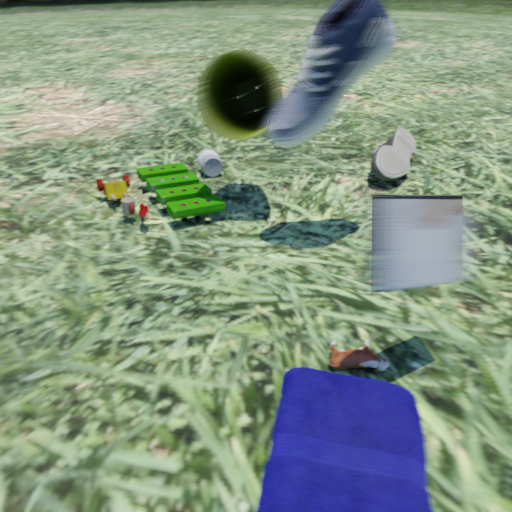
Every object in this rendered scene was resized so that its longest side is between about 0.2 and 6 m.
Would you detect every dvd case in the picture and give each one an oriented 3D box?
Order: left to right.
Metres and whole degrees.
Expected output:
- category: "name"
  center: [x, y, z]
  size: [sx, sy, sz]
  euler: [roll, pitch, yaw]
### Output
- category: "dvd case"
  center: [1.891, -0.172, 6.480]
  size: [1.494, 1.066, 0.131]
  euler: [-4, 6, -35]

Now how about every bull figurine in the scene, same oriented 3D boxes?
- category: "bull figurine"
  center: [1.359, 1.341, 7.469]
  size: [0.807, 0.263, 0.490]
  euler: [1, 28, -1]

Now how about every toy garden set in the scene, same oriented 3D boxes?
- category: "toy garden set"
  center: [-2.088, -1.209, 11.764]
  size: [2.060, 0.493, 2.471]
  euler: [-12, 33, -24]

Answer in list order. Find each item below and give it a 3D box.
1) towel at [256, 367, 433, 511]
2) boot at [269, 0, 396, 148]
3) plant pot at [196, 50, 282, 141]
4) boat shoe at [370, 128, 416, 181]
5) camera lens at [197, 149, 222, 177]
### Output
- category: "towel"
  center: [0.934, 2.157, 5.841]
  size: [1.658, 0.556, 2.245]
  euler: [11, 31, 5]
- category: "boot"
  center: [1.017, -3.062, 9.073]
  size: [0.991, 2.723, 1.230]
  euler: [48, 10, 32]
- category: "plant pot"
  center: [-0.230, -3.116, 11.051]
  size: [1.599, 1.599, 1.709]
  euler: [3, 13, 5]
- category: "boat shoe"
  center: [3.220, -2.304, 13.545]
  size: [0.873, 0.744, 2.612]
  euler: [45, 40, -4]
- category: "camera lens"
  center: [-1.109, -2.230, 13.453]
  size: [0.525, 0.525, 0.657]
  euler: [-8, 30, -14]
